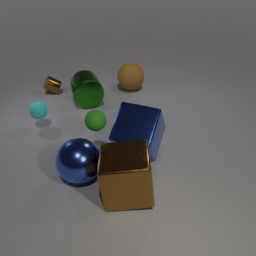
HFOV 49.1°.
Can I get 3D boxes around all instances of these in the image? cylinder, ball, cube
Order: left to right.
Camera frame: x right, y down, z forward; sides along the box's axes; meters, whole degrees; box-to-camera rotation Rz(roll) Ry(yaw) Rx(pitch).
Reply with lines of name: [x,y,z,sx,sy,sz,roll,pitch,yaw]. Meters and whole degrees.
ball: [-3.554,-0.696,11.129,0.700,0.700,0.700,0,32,0]
cylinder: [-3.840,-2.186,14.209,0.700,0.700,0.700,22,21,-29]
ball: [-1.507,1.003,8.596,1.400,1.400,1.400,0,32,0]
cylinder: [-1.943,-1.837,13.190,1.400,1.400,1.400,-9,33,-14]
ball: [-1.038,-0.243,8.979,0.700,0.700,0.700,0,32,0]
cube: [-0.035,1.317,7.940,1.400,1.400,1.400,-6,32,3]
ball: [0.145,-2.684,14.553,1.400,1.400,1.400,0,32,0]
cube: [0.368,0.130,9.516,1.400,1.400,1.400,12,70,19]
